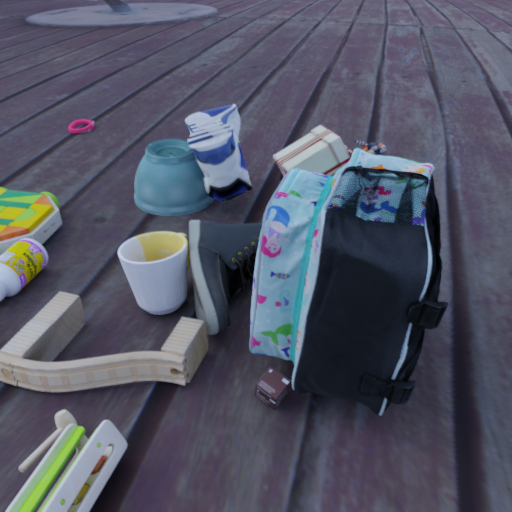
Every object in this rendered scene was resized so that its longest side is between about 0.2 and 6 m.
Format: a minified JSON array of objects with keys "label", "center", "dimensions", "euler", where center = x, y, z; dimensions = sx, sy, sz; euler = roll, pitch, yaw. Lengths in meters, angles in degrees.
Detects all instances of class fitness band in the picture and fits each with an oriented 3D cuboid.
[{"label":"fitness band","center":[-5.416,-4.016,17.376],"dimensions":[0.689,0.180,0.959],"euler":[1,33,6]}]

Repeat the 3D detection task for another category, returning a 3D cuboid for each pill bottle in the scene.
[{"label":"pill bottle","center":[-4.539,0.286,10.433],"dimensions":[0.702,0.702,1.348],"euler":[9,36,13]}]

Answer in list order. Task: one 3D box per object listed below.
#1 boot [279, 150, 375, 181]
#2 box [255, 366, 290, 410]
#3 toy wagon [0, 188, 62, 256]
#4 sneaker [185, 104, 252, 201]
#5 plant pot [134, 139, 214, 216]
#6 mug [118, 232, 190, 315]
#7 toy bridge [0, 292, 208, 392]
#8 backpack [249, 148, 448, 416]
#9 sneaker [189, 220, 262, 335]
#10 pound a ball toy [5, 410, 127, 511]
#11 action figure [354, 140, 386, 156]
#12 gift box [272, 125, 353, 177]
[{"label":"boot","center":[1.850,-2.282,14.180],"dimensions":[1.839,0.800,2.210],"euler":[21,42,25]},{"label":"box","center":[0.232,1.912,8.093],"dimensions":[0.370,0.446,0.366],"euler":[33,60,20]},{"label":"toy wagon","center":[-5.955,-0.712,11.963],"dimensions":[3.313,0.656,2.571],"euler":[7,34,10]},{"label":"sneaker","center":[-0.858,-2.270,12.877],"dimensions":[1.231,1.759,3.047],"euler":[-11,30,5]},{"label":"plant pot","center":[-1.986,-1.983,13.293],"dimensions":[1.941,1.300,1.941],"euler":[0,33,0]},{"label":"mug","center":[-1.594,0.309,9.874],"dimensions":[1.468,1.205,1.175],"euler":[-22,32,-29]},{"label":"toy bridge","center":[-3.396,1.293,8.935],"dimensions":[5.014,0.682,1.685],"euler":[10,36,15]},{"label":"backpack","center":[1.466,0.081,8.495],"dimensions":[2.740,3.231,3.640],"euler":[16,35,16]},{"label":"sneaker","center":[-0.336,0.161,10.159],"dimensions":[1.683,1.185,3.168],"euler":[-5,33,-6]},{"label":"pound a ball toy","center":[-2.353,2.737,6.922],"dimensions":[1.122,0.731,1.720],"euler":[-14,27,27]},{"label":"action figure","center":[3.137,-2.934,15.483],"dimensions":[0.907,0.490,0.937],"euler":[5,34,22]},{"label":"gift box","center":[1.296,-1.643,10.971],"dimensions":[1.343,1.438,1.327],"euler":[-32,31,3]}]
